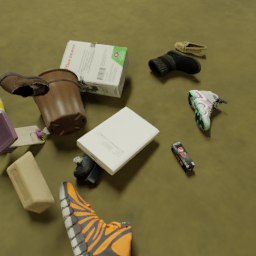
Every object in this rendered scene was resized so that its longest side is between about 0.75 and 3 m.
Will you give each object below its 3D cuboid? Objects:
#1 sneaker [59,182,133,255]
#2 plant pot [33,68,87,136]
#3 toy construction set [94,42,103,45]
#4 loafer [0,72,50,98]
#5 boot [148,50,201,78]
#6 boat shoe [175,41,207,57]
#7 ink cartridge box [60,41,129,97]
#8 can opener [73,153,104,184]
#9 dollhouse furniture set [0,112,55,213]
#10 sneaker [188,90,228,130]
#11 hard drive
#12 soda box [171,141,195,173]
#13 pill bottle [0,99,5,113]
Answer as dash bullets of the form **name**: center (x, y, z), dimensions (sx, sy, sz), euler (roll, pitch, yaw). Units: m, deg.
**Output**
- **sneaker**: center (-0.809, 2.533, 7.354), dimensions (1.547, 1.071, 2.761), euler (-17, 64, -18)
- **plant pot**: center (-2.264, -0.786, 9.465), dimensions (1.757, 1.757, 1.739), euler (-18, 64, -14)
- **toy construction set**: center (-1.397, -3.119, 11.963), dimensions (1.156, 0.964, 0.888), euler (-34, 37, 2)
- **loafer**: center (-2.275, -0.862, 6.333), dimensions (0.520, 1.423, 0.505), euler (-43, 75, 20)
- **boot**: center (1.863, -2.470, 11.353), dimensions (1.371, 0.690, 1.834), euler (-32, 48, -31)
- **boat shoe**: center (2.792, -3.611, 12.434), dimensions (1.431, 0.449, 0.525), euler (20, 54, 15)
- **ink cartridge box**: center (-1.275, -2.279, 10.766), dimensions (2.328, 0.978, 1.699), euler (10, 72, 8)
- **can opener**: center (-1.090, 0.732, 8.995), dimensions (0.699, 0.867, 2.205), euler (-18, 37, 37)
- **dollhouse furniture set**: center (-3.071, 1.246, 8.782), dimensions (2.898, 2.296, 2.057), euler (60, 28, 11)
- **sneaker**: center (2.988, -0.743, 10.015), dimensions (1.263, 0.702, 1.806), euler (-6, 53, -4)
- **hard drive**: center (-0.266, 0.316, 8.883), dimensions (1.503, 0.304, 2.279), euler (37, 51, 19)
- **soda box**: center (1.745, 0.921, 8.927), dimensions (0.313, 0.350, 0.989), euler (-20, 55, -12)
- **pill bottle**: center (-4.708, -0.633, 10.043), dimensions (0.525, 0.525, 0.918), euler (-21, 54, -16)
